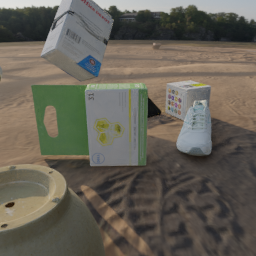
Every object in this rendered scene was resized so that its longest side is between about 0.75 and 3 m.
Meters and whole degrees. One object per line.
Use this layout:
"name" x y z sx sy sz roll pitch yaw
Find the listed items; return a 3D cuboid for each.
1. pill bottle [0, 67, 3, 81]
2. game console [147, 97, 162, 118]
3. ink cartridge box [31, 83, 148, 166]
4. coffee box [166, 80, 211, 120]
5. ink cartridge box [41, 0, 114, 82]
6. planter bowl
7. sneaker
"pill bottle" -3.895 -1.345 7.569 0.729 0.729 1.311 -1 29 -2
"game console" 0.099 -0.735 11.747 1.909 1.111 1.679 -16 -3 -35
"ink cartridge box" -1.004 -0.066 7.395 2.989 2.175 0.717 -1 23 -2
"coffee box" 2.390 -1.140 11.278 1.266 1.264 1.252 -12 25 -28
"ink cartridge box" -2.009 -3.776 11.631 1.242 2.949 2.133 -6 -26 45
"planter bowl" -1.540 1.587 3.929 2.542 1.711 2.542 1 22 0
"sneaker" 2.123 -0.073 8.829 1.020 1.162 2.901 6 24 11
